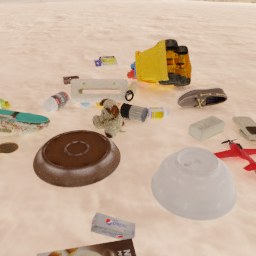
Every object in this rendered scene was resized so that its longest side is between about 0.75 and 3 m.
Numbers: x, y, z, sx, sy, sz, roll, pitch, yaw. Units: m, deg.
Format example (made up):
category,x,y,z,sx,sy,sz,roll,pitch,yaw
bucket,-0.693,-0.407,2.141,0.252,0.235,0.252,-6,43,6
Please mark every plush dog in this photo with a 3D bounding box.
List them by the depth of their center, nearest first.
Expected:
category,x,y,z,sx,sy,sz,roll,pitch,yaw
plush dog,-0.593,-0.469,10.303,1.142,1.222,1.423,-19,36,-29

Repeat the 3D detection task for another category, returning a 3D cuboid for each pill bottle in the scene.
category,x,y,z,sx,sy,sz,roll,pitch,yaw
pill bottle,1.231,-0.624,11.316,0.866,0.452,0.452,-3,31,-8
pill bottle,-3.071,-1.122,11.994,0.609,0.609,1.069,18,36,27

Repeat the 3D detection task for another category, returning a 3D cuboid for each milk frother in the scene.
category,x,y,z,sx,sy,sz,roll,pitch,yaw
milk frother,0.294,-0.887,11.177,0.986,1.048,0.946,14,33,21

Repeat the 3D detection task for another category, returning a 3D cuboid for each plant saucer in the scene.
category,x,y,z,sx,sy,sz,roll,pitch,yaw
plant saucer,-1.630,0.793,8.994,2.804,0.450,2.804,1,30,0

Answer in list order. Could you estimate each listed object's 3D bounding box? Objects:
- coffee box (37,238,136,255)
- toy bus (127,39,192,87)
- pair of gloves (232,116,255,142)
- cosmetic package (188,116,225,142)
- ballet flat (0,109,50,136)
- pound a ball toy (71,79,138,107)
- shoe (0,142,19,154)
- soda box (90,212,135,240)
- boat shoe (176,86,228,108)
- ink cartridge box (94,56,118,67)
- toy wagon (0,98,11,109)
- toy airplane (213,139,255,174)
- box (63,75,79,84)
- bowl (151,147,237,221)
category,x,y,z,sx,sy,sz,roll,pitch,yaw
coffee box,-0.716,2.804,5.180,1.830,0.730,1.047,-5,40,-12
toy bus,1.483,-2.919,13.816,2.799,1.978,2.915,-7,-1,35
pair of gloves,5.294,0.050,10.227,2.444,0.429,2.078,3,31,3
cosmetic package,2.888,0.008,10.265,1.243,0.454,0.643,-20,36,-28
ballet flat,-4.067,-0.165,10.147,2.639,0.843,0.998,10,26,7
pound a ball toy,-0.953,-1.528,12.442,2.811,1.194,1.833,1,6,1
shoe,-4.099,0.647,9.105,1.139,0.398,0.304,-12,23,0
soda box,-0.321,2.186,6.160,0.957,0.304,0.327,20,37,-15
boat shoe,3.194,-1.242,12.046,2.243,0.806,0.667,-11,45,-15
ink cartridge box,-1.398,-4.166,17.379,1.320,0.310,1.305,-4,32,-11
toy wagon,-6.011,-0.770,11.016,2.287,0.583,2.947,19,29,23
toy airplane,3.654,0.909,8.829,2.084,0.383,2.084,1,31,-1
box,-2.958,-2.513,14.617,0.818,0.306,0.410,-8,32,-16
bowl,1.814,1.256,7.619,2.350,1.056,2.350,0,30,0
